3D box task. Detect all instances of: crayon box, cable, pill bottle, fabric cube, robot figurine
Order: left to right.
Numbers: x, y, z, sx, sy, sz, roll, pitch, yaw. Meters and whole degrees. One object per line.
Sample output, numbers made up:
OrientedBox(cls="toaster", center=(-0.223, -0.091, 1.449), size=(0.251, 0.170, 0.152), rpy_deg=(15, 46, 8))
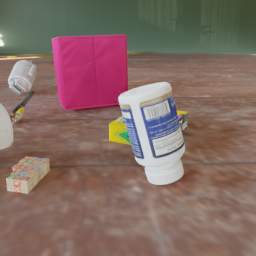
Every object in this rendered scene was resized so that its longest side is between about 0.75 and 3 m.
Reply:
OrientedBox(cls="pill bottle", center=(-3.434, 0.191, 5.202), size=(1.278, 1.278, 2.235), rpy_deg=(17, 25, 41))
OrientedBox(cls="robot figurine", center=(-4.638, -2.297, 12.379), size=(1.478, 0.984, 1.743), rpy_deg=(-18, 47, 23))
OrientedBox(cls="cable", center=(-3.168, -0.603, 8.465), size=(0.610, 0.316, 1.255), rpy_deg=(-38, 19, 41))
OrientedBox(cls="fabric cube", center=(-1.408, -2.114, 10.242), size=(2.361, 2.353, 2.316), rpy_deg=(-8, 16, -18))
OrientedBox(cls="crayon box", center=(0.561, -0.054, 7.146), size=(1.463, 0.494, 1.696), rpy_deg=(8, 23, 27))
OrientedBox(cls="pill bottle", center=(0.465, 0.101, 4.795), size=(0.893, 1.610, 0.893), rpy_deg=(-15, 15, 4))

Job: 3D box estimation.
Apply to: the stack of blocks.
OrientedBox(cls="stack of blocks", center=(-1.802, 0.809, 4.971), size=(0.489, 0.249, 0.850), rpy_deg=(5, 19, 8))
